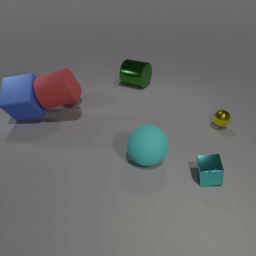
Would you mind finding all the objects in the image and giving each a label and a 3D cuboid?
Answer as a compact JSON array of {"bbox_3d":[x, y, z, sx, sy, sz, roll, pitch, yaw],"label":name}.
[{"bbox_3d":[-2.977,-1.800,13.608,1.400,1.400,1.400,0,30,0],"label":"ball"},{"bbox_3d":[-2.941,-1.626,11.678,1.400,1.400,1.400,-17,29,10],"label":"cylinder"},{"bbox_3d":[0.668,0.593,9.528,1.400,1.400,1.400,0,30,0],"label":"ball"},{"bbox_3d":[-4.429,-1.289,12.001,1.400,1.400,1.400,-7,64,9],"label":"cube"},{"bbox_3d":[0.448,-3.080,15.796,1.400,1.400,1.400,17,34,25],"label":"cylinder"},{"bbox_3d":[2.564,1.320,8.786,0.700,0.700,0.700,-6,40,8],"label":"cube"},{"bbox_3d":[3.911,-0.409,11.633,0.700,0.700,0.700,0,30,0],"label":"ball"}]
